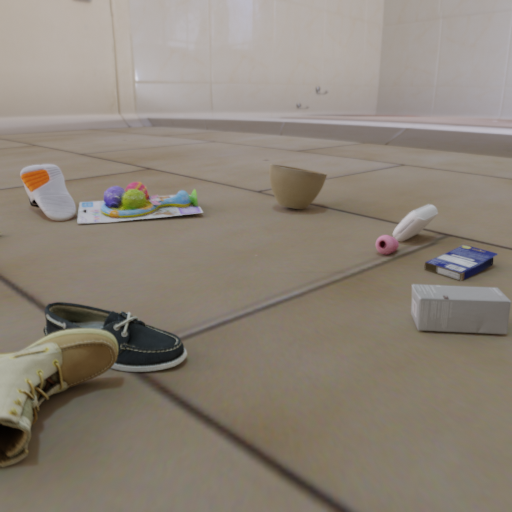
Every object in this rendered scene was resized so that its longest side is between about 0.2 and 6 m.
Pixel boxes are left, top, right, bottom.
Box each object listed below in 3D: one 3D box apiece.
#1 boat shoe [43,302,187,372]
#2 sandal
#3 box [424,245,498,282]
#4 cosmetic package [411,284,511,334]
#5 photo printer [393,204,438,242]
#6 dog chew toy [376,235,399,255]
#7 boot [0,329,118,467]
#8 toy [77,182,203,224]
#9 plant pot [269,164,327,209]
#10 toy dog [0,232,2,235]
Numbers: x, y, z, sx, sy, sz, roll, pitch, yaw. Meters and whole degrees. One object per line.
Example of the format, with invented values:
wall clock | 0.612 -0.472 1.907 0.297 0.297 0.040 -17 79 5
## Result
boat shoe | -1.922 1.036 7.418 2.076 0.626 0.785 4 19 12
sandal | -5.603 -1.539 15.068 1.086 0.812 2.833 -11 42 -28
box | 3.945 0.122 10.718 1.301 0.211 0.788 -20 27 -34
cosmetic package | 3.004 0.782 8.305 1.289 0.581 0.688 -1 15 5
photo printer | 3.520 -0.722 12.464 0.993 0.826 0.345 -21 66 -46
dog chew toy | 2.753 -0.231 11.635 0.400 0.400 0.642 14 9 35
boot | -2.373 1.482 5.985 1.946 0.701 1.505 -12 21 -18
toy | -3.075 -1.511 14.753 3.121 0.737 1.797 -3 22 -15
plant pot | 1.051 -1.844 15.192 1.560 1.048 1.560 10 12 -2
toy dog | -5.944 -0.507 12.777 0.300 0.216 0.309 -35 19 9
